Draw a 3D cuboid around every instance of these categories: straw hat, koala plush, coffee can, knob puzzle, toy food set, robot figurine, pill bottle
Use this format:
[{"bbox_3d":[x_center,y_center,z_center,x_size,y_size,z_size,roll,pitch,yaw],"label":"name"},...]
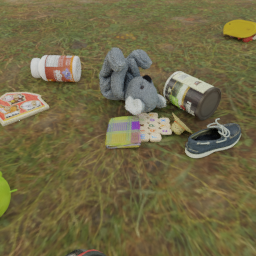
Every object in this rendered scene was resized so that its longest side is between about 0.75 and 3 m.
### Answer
[{"bbox_3d":[1.850,-0.025,10.302,0.460,1.086,1.086,-46,43,7],"label":"straw hat"},{"bbox_3d":[0.269,-1.582,11.412,2.567,2.359,2.277,46,37,22],"label":"koala plush"},{"bbox_3d":[2.566,-1.329,11.304,1.376,1.376,1.880,-25,43,-30],"label":"coffee can"},{"bbox_3d":[-4.746,-1.081,11.844,2.477,0.343,2.477,0,37,0],"label":"knob puzzle"},{"bbox_3d":[7.560,-6.146,18.281,1.583,0.879,2.690,-45,50,-14],"label":"toy food set"},{"bbox_3d":[-4.111,1.761,7.273,2.244,1.298,1.969,6,39,10],"label":"robot figurine"},{"bbox_3d":[-3.446,-2.859,13.478,2.174,1.219,1.219,2,37,3],"label":"pill bottle"}]

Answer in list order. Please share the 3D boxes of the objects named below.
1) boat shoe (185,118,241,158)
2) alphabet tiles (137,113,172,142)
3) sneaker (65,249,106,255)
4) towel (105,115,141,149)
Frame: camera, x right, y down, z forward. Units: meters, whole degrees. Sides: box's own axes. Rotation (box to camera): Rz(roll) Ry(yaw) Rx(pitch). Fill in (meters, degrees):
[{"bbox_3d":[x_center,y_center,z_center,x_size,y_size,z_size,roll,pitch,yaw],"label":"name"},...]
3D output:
[{"bbox_3d":[3.019,0.258,9.717,2.452,0.758,0.918,-16,40,-20],"label":"boat shoe"},{"bbox_3d":[0.772,-0.064,10.674,1.694,0.126,1.731,1,37,-1],"label":"alphabet tiles"},{"bbox_3d":[-1.448,3.482,5.266,2.765,0.977,1.351,-51,18,-23],"label":"sneaker"},{"bbox_3d":[-0.161,0.136,10.267,1.260,0.200,1.755,-6,36,5],"label":"towel"}]
